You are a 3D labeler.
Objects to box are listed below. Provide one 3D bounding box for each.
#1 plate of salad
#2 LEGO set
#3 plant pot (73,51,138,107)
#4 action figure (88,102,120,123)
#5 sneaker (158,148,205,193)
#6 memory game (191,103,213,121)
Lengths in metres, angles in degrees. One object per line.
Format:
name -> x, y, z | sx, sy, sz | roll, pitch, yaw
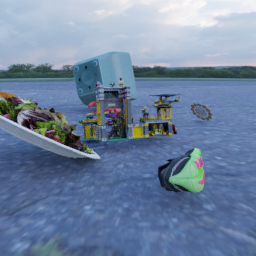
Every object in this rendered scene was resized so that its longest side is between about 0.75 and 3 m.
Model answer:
plate of salad -> -1.643, -0.156, 5.053 | 2.675, 0.643, 2.675 | 27, -4, 2
LEGO set -> -0.012, -0.441, 6.392 | 2.264, 1.311, 1.741 | -3, 2, -12
plant pot -> -1.030, -1.891, 10.818 | 1.963, 1.958, 2.000 | -10, 0, 25
action figure -> -0.576, -0.409, 8.283 | 1.620, 0.530, 0.419 | 17, 54, 45
sneaker -> 0.727, 0.567, 3.848 | 0.603, 0.553, 1.440 | -7, -8, 15
memory game -> 2.351, -0.524, 8.961 | 0.788, 0.788, 0.050 | 14, 56, 47
